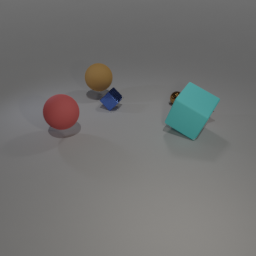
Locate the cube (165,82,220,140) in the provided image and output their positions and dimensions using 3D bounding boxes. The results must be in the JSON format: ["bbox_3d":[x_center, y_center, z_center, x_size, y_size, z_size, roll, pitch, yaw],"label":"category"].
[{"bbox_3d":[2.537,-0.673,11.127,1.400,1.400,1.400,32,50,12],"label":"cube"}]

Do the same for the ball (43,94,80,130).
[{"bbox_3d":[-2.613,-0.627,10.991,1.400,1.400,1.400,0,30,0],"label":"ball"}]

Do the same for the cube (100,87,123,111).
[{"bbox_3d":[-0.785,-1.394,13.452,0.700,0.700,0.700,46,35,-7],"label":"cube"}]

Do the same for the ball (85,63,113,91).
[{"bbox_3d":[-1.475,-2.552,14.121,1.400,1.400,1.400,0,30,0],"label":"ball"}]

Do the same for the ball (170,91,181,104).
[{"bbox_3d":[2.422,-1.469,13.865,0.700,0.700,0.700,0,30,0],"label":"ball"}]
